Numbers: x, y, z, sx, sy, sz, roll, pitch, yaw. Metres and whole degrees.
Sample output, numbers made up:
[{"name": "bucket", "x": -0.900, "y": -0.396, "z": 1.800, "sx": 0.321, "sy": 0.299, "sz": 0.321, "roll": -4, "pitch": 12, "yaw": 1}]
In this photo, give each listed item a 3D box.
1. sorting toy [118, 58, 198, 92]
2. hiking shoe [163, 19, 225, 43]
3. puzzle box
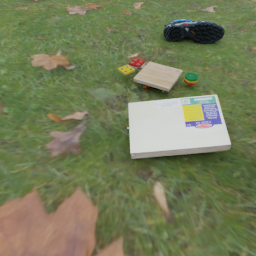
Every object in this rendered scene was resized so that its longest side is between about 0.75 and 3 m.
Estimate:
[{"name": "sorting toy", "x": 0.967, "y": -1.706, "z": 9.724, "sx": 2.670, "sy": 0.452, "sz": 1.287, "roll": 20, "pitch": 46, "yaw": 20}, {"name": "hiking shoe", "x": 2.890, "y": -4.400, "z": 12.294, "sx": 2.612, "sy": 0.972, "sz": 1.132, "roll": 7, "pitch": 44, "yaw": 7}, {"name": "puzzle box", "x": 1.272, "y": -0.059, "z": 7.419, "sx": 2.494, "sy": 0.317, "sz": 1.659, "roll": -5, "pitch": 54, "yaw": 5}]
